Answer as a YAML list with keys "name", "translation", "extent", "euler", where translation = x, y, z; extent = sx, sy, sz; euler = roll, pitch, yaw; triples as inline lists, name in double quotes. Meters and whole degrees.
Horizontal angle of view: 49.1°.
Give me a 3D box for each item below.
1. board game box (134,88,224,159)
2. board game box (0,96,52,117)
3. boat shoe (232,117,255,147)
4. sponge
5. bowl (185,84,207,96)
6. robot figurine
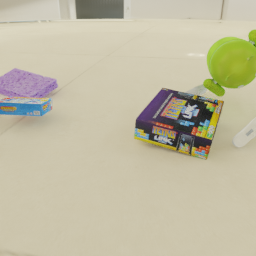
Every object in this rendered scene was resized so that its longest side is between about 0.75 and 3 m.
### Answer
- name: "board game box"
  translation: [1.548, -0.277, 8.067]
  extent: [2.015, 0.691, 2.437]
  euler: [16, 33, 16]
- name: "board game box"
  translation: [-3.245, -0.699, 8.847]
  extent: [1.401, 0.392, 1.372]
  euler: [2, 13, -3]
- name: "boat shoe"
  translation: [3.302, 0.063, 7.453]
  extent: [0.448, 1.245, 0.426]
  euler: [45, 4, 3]
- name: "sponge"
  translation: [-4.336, -1.783, 11.515]
  extent: [2.694, 0.402, 1.503]
  euler: [18, 44, 29]
- name: "bowl"
  translation: [2.523, -1.339, 10.667]
  extent: [0.938, 0.350, 0.936]
  euler: [-23, -1, 42]
- name: "robot figurine"
  translation: [3.295, -2.106, 8.910]
  extent: [1.460, 2.214, 2.523]
  euler: [40, 23, -7]
